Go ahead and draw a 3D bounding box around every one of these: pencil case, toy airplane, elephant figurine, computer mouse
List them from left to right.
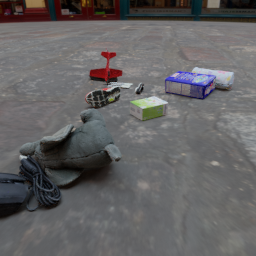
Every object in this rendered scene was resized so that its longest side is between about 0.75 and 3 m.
[{"bbox_3d":[-2.740,1.174,5.349,2.526,0.666,1.749,-16,31,-31],"label":"computer mouse"},{"bbox_3d":[-1.391,0.553,6.212,2.092,1.623,1.480,-18,70,-12],"label":"elephant figurine"},{"bbox_3d":[-0.833,-2.556,11.732,1.575,1.575,0.290,-15,18,-28],"label":"toy airplane"},{"bbox_3d":[3.675,-2.167,12.251,1.833,0.762,0.831,14,32,26],"label":"pencil case"}]

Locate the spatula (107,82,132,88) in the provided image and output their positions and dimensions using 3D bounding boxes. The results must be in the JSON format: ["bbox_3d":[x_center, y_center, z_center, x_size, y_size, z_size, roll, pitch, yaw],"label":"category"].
[{"bbox_3d":[-0.377,-1.933,12.548,1.053,0.085,0.732,7,27,14],"label":"spatula"}]

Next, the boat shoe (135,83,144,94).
[{"bbox_3d":[0.538,-1.653,11.711,0.243,0.298,0.806,10,30,20],"label":"boat shoe"}]

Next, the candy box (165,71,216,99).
[{"bbox_3d":[2.587,-1.821,11.629,1.703,0.656,1.440,16,32,29],"label":"candy box"}]

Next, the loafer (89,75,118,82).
[{"bbox_3d":[-1.162,-2.541,13.285,1.497,0.534,0.546,11,27,21],"label":"loafer"}]

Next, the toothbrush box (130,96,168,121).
[{"bbox_3d":[0.703,-0.672,9.469,1.061,0.457,0.772,-13,29,-29],"label":"toothbrush box"}]

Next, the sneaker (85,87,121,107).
[{"bbox_3d":[-1.006,-1.158,10.503,0.707,0.641,1.664,5,16,41],"label":"sneaker"}]
